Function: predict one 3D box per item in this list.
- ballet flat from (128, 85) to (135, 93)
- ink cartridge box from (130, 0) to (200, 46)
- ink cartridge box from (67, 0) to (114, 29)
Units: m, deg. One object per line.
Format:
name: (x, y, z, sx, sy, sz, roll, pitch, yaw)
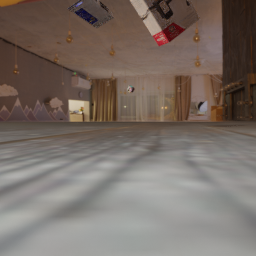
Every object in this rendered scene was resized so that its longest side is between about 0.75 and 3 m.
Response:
ballet flat: (0.140, -1.899, 13.822, 0.328, 0.338, 0.950, 28, 9, -10)
ink cartridge box: (1.101, -3.734, 8.616, 1.361, 1.875, 0.782, -39, 17, -10)
ink cartridge box: (-1.443, -4.593, 10.916, 0.966, 0.381, 1.942, -20, -12, 24)
